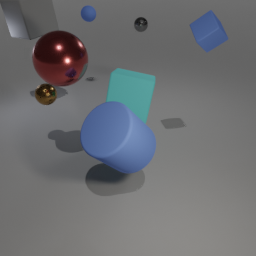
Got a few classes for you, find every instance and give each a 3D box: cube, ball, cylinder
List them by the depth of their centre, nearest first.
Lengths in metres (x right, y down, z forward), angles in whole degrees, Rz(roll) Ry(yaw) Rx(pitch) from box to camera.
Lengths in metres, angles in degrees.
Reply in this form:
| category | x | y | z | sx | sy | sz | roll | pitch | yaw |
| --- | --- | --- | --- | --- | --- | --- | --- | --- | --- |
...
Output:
| category | x | y | z | sx | sy | sz | roll | pitch | yaw |
| --- | --- | --- | --- | --- | --- | --- | --- | --- | --- |
| cylinder | -0.209 | 0.265 | 6.867 | 1.400 | 1.400 | 1.400 | -13 | 61 | 25 |
| ball | -1.722 | -1.766 | 7.188 | 1.400 | 1.400 | 1.400 | 0 | 30 | 0 |
| cube | 2.301 | -2.732 | 7.965 | 0.700 | 0.700 | 0.700 | 19 | 50 | -48 |
| ball | -2.631 | -1.080 | 8.991 | 0.700 | 0.700 | 0.700 | 0 | 30 | 0 |
| cube | 0.085 | -1.108 | 9.352 | 1.400 | 1.400 | 1.400 | 12 | 18 | 2 |
| cube | -3.792 | -4.361 | 10.869 | 1.400 | 1.400 | 1.400 | 20 | 42 | 36 |
| ball | -1.800 | -5.209 | 12.766 | 0.700 | 0.700 | 0.700 | 0 | 30 | 0 |
| ball | 0.641 | -5.122 | 13.873 | 0.700 | 0.700 | 0.700 | 0 | 30 | 0 |
